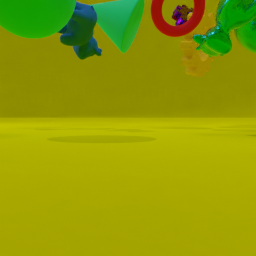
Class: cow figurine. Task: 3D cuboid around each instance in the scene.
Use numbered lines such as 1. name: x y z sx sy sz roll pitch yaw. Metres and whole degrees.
1. cow figurine: -0.980 -2.155 6.297 1.296 0.723 1.317 -8 -31 -45
2. cow figurine: 1.537 -1.705 4.321 0.631 1.150 1.131 24 -27 -11

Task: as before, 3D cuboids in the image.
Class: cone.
1. cone: -0.539 -3.018 7.563 1.512 1.506 1.506 24 5 6

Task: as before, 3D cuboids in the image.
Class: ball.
1. ball: -1.388 -1.944 3.950 1.303 1.303 1.303 0 2 0
2. ball: 2.499 -1.909 4.896 1.244 1.244 1.244 0 2 0

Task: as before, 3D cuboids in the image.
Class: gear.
1. gear: 2.110 -2.470 8.234 0.342 1.851 1.851 12 9 36
2. gear: 2.420 -3.800 10.246 1.748 1.748 0.323 -2 -33 -35

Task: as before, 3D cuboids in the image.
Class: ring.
1. ring: 1.139 -2.717 6.361 1.270 1.270 0.254 0 31 -10
